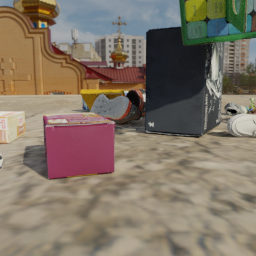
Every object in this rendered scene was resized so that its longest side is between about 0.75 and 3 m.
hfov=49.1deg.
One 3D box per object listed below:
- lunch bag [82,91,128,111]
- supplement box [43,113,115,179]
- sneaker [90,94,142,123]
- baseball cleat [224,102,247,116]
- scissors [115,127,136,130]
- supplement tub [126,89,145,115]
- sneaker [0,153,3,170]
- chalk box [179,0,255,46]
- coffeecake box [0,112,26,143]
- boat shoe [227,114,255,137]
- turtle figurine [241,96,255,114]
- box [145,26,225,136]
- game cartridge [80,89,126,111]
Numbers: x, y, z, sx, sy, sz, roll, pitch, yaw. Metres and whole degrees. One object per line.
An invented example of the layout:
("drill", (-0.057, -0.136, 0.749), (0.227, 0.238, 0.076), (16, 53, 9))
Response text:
("lunch bag", (-0.818, -1.331, 13.988), (2.646, 1.091, 2.127), (7, 12, 39))
("supplement box", (-0.853, 0.200, 4.555), (0.983, 0.775, 1.502), (-3, 9, -17))
("sneaker", (-0.486, -0.529, 10.135), (1.094, 1.029, 2.671), (27, -7, -32))
("baseball cleat", (4.702, -0.881, 12.818), (0.839, 0.550, 1.577), (-2, 8, -13))
("scissors", (-0.999, -0.011, 8.342), (2.540, 0.177, 0.929), (9, 10, 41))
("supplement tub", (1.011, -1.169, 12.629), (2.180, 1.166, 1.166), (-4, 9, -37))
("sneaker", (-2.296, 0.383, 4.070), (0.863, 0.562, 0.345), (-5, 9, -28))
("chalk box", (1.855, -2.811, 5.431), (1.768, 1.781, 2.853), (-2, 41, 14))
("coffeecake box", (-3.528, -0.043, 6.749), (1.710, 0.625, 1.313), (-1, 8, -4))
("boat shoe", (3.297, -0.023, 7.005), (1.640, 0.590, 0.539), (6, 2, -17))
("turtle figurine", (5.862, -1.074, 13.304), (1.091, 0.809, 1.125), (2, 11, -18))
("box", (1.729, -1.305, 8.150), (1.677, 2.706, 2.661), (4, 9, 28))
("game cartridge", (-0.855, -0.999, 11.362), (1.776, 0.288, 1.565), (5, -31, 18))
